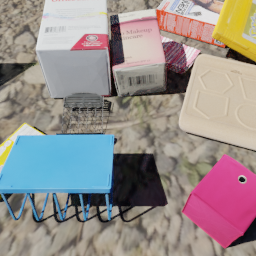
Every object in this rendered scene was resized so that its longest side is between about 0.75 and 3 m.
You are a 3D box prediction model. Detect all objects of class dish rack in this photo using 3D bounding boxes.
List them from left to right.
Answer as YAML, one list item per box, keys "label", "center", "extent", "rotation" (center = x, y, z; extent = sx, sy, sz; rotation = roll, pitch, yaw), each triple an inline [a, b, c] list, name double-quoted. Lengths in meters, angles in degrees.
- label: "dish rack"
  center: [-1.312, -0.326, 8.040]
  extent: [1.339, 0.476, 1.746]
  rotation: [0, 65, -2]

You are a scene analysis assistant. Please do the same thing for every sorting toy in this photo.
- label: "sorting toy"
  center: [3.120, -0.806, 8.421]
  extent: [2.738, 0.540, 2.958]
  rotation: [16, 59, 9]

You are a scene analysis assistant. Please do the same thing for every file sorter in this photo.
- label: "file sorter"
  center: [-1.455, 1.175, 6.365]
  extent: [2.273, 1.395, 1.577]
  rotation: [0, 39, 0]

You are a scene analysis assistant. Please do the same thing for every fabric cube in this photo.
- label: "fabric cube"
  center: [2.153, 1.628, 6.257]
  extent: [1.264, 1.289, 1.284]
  rotation: [39, 64, 23]

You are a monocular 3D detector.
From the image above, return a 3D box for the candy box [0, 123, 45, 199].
- label: "candy box"
  center: [-3.069, 0.833, 7.434]
  extent: [1.059, 0.274, 2.072]
  rotation: [30, 60, 17]

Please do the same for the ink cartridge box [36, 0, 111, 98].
- label: "ink cartridge box"
  center: [-1.546, -2.584, 8.817]
  extent: [1.960, 1.951, 2.697]
  rotation: [-2, 55, -2]

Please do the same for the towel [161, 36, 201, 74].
- label: "towel"
  center: [1.500, -2.680, 9.929]
  extent: [1.813, 0.271, 1.326]
  rotation: [28, 59, 19]

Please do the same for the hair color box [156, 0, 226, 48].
- label: "hair color box"
  center: [2.614, -4.198, 10.625]
  extent: [2.804, 0.896, 1.555]
  rotation: [22, 57, 13]

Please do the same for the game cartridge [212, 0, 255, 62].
- label: "game cartridge"
  center: [4.506, -3.416, 9.571]
  extent: [2.898, 0.470, 2.555]
  rotation: [27, 67, -6]

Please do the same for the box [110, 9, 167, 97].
- label: "box"
  center: [0.298, -2.398, 8.914]
  extent: [1.553, 1.323, 2.429]
  rotation: [-7, 58, 3]
